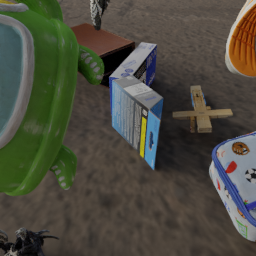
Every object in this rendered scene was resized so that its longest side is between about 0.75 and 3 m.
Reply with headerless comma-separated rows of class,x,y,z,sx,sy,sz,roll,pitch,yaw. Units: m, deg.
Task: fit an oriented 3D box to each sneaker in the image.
sneaker,-0.741,-3.231,7.453,0.544,1.202,0.399,-3,20,3
sneaker,2.184,-1.940,4.060,0.998,2.637,1.213,34,8,2

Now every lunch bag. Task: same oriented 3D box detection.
lunch bag,2.830,0.905,4.970,2.399,0.906,1.922,-14,47,-5

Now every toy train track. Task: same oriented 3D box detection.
toy train track,1.919,-0.481,7.524,1.441,0.409,2.513,-2,31,9

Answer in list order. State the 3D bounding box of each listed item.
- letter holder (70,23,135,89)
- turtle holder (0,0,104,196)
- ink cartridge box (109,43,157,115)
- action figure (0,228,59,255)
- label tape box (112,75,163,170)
letter holder,-1.289,-2.276,9.103,1.854,1.311,2.608,-29,46,-30
turtle holder,-1.501,-0.617,3.093,1.924,2.709,2.058,15,17,-36
ink cartridge box,0.223,-1.461,8.087,0.559,1.189,2.530,12,39,16
action figure,-1.840,1.907,3.930,1.042,0.894,1.753,18,41,39
label tape box,0.325,-0.178,6.288,0.587,1.337,1.853,-19,42,-26
